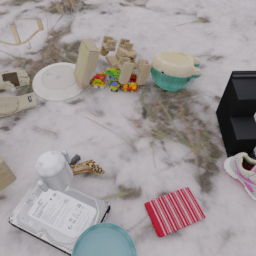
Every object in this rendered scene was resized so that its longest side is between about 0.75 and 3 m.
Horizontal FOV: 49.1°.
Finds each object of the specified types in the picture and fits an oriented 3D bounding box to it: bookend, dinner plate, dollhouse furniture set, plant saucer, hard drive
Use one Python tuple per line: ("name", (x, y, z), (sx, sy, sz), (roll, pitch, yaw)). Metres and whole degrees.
("bookend", (3.483, -0.345, 8.372), (0.902, 1.959, 1.947), (-1, 53, -1))
("dinner plate", (-2.572, -1.839, 10.533), (2.053, 0.249, 2.053), (-1, 53, 1))
("dollhouse furniture set", (-0.662, -2.257, 10.246), (2.237, 1.456, 2.055), (-2, 43, -31))
("plant saucer", (-0.565, 3.101, 6.679), (1.593, 0.218, 1.593), (8, 62, -16))
("hard drive", (-1.787, 2.274, 7.419), (2.246, 0.425, 1.569), (21, 56, 15))

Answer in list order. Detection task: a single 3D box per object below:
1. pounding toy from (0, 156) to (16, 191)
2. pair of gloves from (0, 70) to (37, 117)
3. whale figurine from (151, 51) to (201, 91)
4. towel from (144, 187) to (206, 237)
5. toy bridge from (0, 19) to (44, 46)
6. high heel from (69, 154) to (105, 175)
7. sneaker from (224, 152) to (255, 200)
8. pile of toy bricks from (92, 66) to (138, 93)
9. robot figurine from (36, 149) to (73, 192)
("pounding toy", (-4.489, 1.252, 7.467), (2.155, 1.532, 1.983), (-38, 62, -24))
("pair of gloves", (-4.297, -1.247, 10.019), (1.768, 0.364, 2.079), (-19, 58, -18))
("whale figurine", (1.796, -2.135, 10.355), (1.872, 1.221, 2.353), (28, 35, 23))
("towel", (1.249, 2.255, 7.594), (1.405, 0.158, 1.016), (-17, 54, -14))
("toy bridge", (-2.353, -1.940, 5.863), (1.201, 0.404, 0.163), (-17, 16, -9))
("high heel", (-1.357, 1.294, 8.062), (1.281, 0.457, 0.913), (18, 48, 32))
("sneaker", (3.542, 1.386, 7.789), (1.776, 0.784, 0.723), (42, 64, 18))
("pile of toy bricks", (-0.431, -1.896, 10.189), (1.676, 0.827, 0.930), (8, 54, 6))
("robot figurine", (-1.523, 0.891, 5.844), (0.613, 1.086, 0.921), (15, 55, 22))
